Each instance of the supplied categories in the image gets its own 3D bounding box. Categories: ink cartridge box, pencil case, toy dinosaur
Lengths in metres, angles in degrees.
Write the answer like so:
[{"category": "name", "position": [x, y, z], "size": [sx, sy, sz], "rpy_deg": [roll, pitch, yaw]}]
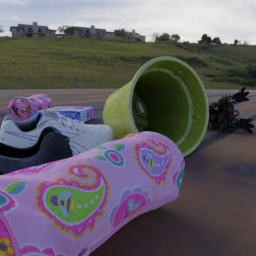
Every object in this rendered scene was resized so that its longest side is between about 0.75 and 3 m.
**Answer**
[{"category": "ink cartridge box", "position": [-2.271, -0.421, 9.854], "size": [1.551, 0.545, 2.599], "rpy_deg": [1, 12, 6]}, {"category": "pencil case", "position": [-3.705, -0.822, 10.824], "size": [0.999, 0.956, 2.310], "rpy_deg": [-7, 11, 3]}, {"category": "toy dinosaur", "position": [2.744, -0.322, 8.455], "size": [2.515, 1.284, 1.707], "rpy_deg": [-33, 15, -39]}, {"category": "pencil case", "position": [-0.330, 0.640, 2.535], "size": [0.983, 0.983, 2.249], "rpy_deg": [7, 12, 34]}]

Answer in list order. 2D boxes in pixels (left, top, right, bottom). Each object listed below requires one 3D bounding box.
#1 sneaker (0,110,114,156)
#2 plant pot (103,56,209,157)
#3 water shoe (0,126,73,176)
[{"category": "sneaker", "position": [-1.210, 0.143, 5.022], "size": [2.101, 0.915, 0.783], "rpy_deg": [-7, 31, -27]}, {"category": "plant pot", "position": [0.391, -0.350, 6.105], "size": [1.971, 1.971, 1.812], "rpy_deg": [-6, 1, -31]}, {"category": "water shoe", "position": [-1.920, 0.479, 2.951], "size": [2.665, 1.052, 0.953], "rpy_deg": [-4, 11, -23]}]
